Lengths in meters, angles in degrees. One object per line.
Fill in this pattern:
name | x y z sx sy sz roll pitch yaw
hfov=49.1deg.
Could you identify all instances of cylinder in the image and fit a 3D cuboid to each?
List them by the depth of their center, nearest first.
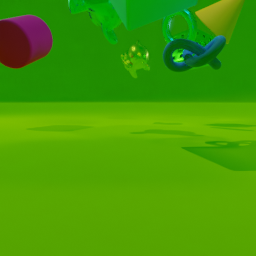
cylinder | -3.219 -2.651 8.535 1.374 1.374 1.374 1 27 13

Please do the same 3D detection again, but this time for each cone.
cone | 2.610 -3.055 7.214 1.220 1.216 1.216 -46 -21 29

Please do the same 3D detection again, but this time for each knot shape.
knot shape | 1.239 -1.395 5.371 1.130 0.558 1.207 -1 5 10

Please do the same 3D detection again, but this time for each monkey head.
monkey head | -0.739 -3.266 7.428 1.410 1.960 1.181 -22 37 -38
monkey head | 0.344 -2.400 10.092 0.962 1.597 1.149 -23 -40 10

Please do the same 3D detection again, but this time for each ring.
ring | 1.503 -2.936 8.264 0.247 1.235 1.235 -30 23 -35

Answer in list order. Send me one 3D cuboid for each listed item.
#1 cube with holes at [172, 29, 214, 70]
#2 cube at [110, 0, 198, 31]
cube with holes | 2.131 -2.608 9.370 0.978 0.978 0.978 8 -5 -37
cube | 0.316 -2.734 4.490 1.385 1.385 1.385 -24 -20 -8
